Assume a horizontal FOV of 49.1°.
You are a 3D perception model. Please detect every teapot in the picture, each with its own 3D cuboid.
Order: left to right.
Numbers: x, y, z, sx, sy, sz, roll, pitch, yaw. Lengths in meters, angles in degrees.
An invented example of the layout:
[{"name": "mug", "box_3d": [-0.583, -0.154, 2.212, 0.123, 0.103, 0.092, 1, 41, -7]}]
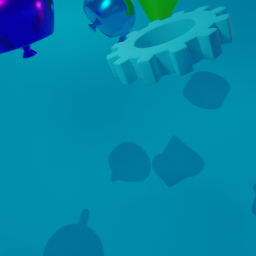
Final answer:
[{"name": "teapot", "box_3d": [-1.508, -1.352, 3.649, 1.182, 0.931, 1.901, -10, 28, 17]}, {"name": "teapot", "box_3d": [-0.394, -2.195, 5.477, 0.856, 1.748, 1.087, -47, 49, -2]}]

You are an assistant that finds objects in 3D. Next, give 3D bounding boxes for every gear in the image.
[{"name": "gear", "box_3d": [0.406, -0.875, 2.894, 1.251, 0.231, 1.251, -19, 31, 12]}]

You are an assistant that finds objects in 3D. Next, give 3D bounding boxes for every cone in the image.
[{"name": "cone", "box_3d": [0.563, -2.084, 5.118, 0.885, 0.885, 0.888, 1, 78, 1]}]
